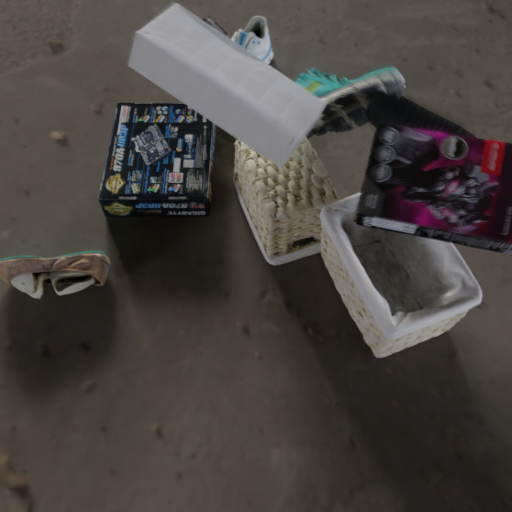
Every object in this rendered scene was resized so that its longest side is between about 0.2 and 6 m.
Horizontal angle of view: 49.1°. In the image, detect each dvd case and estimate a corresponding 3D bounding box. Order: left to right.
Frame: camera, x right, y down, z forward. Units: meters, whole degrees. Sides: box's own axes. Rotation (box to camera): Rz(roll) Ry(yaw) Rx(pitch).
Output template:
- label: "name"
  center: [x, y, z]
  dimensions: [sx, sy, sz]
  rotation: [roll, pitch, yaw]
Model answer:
- label: "dvd case"
  center: [-1.528, -5.883, 14.914]
  dimensions: [1.259, 0.101, 0.936]
  rotation: [-31, 63, -18]

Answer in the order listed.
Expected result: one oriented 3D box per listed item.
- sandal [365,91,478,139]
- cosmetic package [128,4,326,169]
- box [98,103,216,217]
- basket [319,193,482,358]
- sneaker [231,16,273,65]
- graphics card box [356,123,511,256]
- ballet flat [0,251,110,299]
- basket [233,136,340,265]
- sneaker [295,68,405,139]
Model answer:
- label: "sandal"
  center: [3.395, -2.119, 10.765]
  dimensions: [2.958, 0.708, 1.112]
  rotation: [36, 60, 7]
- label: "cosmetic package"
  center: [-0.520, -3.147, 10.386]
  dimensions: [3.406, 0.862, 1.406]
  rotation: [34, 49, -1]
- label: "box"
  center: [-2.068, -2.158, 12.254]
  dimensions: [2.260, 0.654, 2.843]
  rotation: [0, 58, 0]
- label: "basket"
  center: [2.420, 0.297, 10.122]
  dimensions: [1.819, 1.655, 2.683]
  rotation: [-19, 60, -11]
- label: "sneaker"
  center: [-0.457, -4.698, 13.509]
  dimensions: [1.094, 1.264, 2.918]
  rotation: [18, 61, 10]
- label: "graphics card box"
  center: [3.201, -1.135, 9.395]
  dimensions: [2.775, 0.706, 1.741]
  rotation: [13, 79, 14]
- label: "ballet flat"
  center: [-3.942, 0.388, 10.642]
  dimensions: [2.280, 0.776, 0.767]
  rotation: [-7, 66, -3]
- label: "basket"
  center: [0.596, -1.277, 11.226]
  dimensions: [1.606, 1.461, 2.369]
  rotation: [-17, 60, -10]
- label: "sneaker"
  center: [1.343, -3.325, 11.603]
  dimensions: [3.349, 1.298, 1.334]
  rotation: [-11, 71, 19]
